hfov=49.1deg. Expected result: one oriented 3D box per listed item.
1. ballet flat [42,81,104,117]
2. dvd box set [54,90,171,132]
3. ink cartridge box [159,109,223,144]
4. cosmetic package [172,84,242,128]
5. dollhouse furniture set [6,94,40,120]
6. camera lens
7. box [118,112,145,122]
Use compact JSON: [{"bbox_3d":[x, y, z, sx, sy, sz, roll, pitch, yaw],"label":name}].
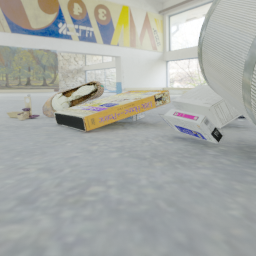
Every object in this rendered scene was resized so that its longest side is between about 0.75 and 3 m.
[{"bbox_3d":[-1.986,-1.081,9.834,2.386,0.812,0.802,-27,1,-1],"label":"ballet flat"},{"bbox_3d":[-0.463,-0.579,7.950,2.741,0.403,2.005,-20,17,-32],"label":"dvd box set"},{"bbox_3d":[1.215,-0.076,5.632,0.625,0.245,1.320,42,-12,-29],"label":"ink cartridge box"},{"bbox_3d":[2.432,-0.744,8.545,1.187,0.728,2.877,-29,13,-5],"label":"cosmetic package"},{"bbox_3d":[-3.790,-0.736,9.560,1.146,0.813,0.908,1,10,20],"label":"dollhouse furniture set"},{"bbox_3d":[2.493,-0.993,3.875,2.341,2.341,2.926,-1,29,-10],"label":"camera lens"},{"bbox_3d":[-0.206,-0.455,9.444,1.232,0.325,1.580,2,9,16],"label":"box"}]
